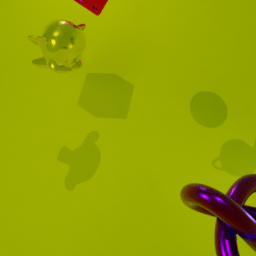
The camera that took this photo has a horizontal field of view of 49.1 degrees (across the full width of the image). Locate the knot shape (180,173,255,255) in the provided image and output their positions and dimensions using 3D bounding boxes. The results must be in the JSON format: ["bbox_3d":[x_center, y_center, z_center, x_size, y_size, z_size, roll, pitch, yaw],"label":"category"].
[{"bbox_3d":[1.299,1.063,3.271,1.471,0.727,1.572,26,27,9],"label":"knot shape"}]

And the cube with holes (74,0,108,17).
[{"bbox_3d":[-0.772,-3.579,6.482,1.102,1.102,1.102,29,52,-17],"label":"cube with holes"}]

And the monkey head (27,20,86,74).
[{"bbox_3d":[-1.460,-1.654,5.674,1.195,1.001,1.661,7,29,24],"label":"monkey head"}]
